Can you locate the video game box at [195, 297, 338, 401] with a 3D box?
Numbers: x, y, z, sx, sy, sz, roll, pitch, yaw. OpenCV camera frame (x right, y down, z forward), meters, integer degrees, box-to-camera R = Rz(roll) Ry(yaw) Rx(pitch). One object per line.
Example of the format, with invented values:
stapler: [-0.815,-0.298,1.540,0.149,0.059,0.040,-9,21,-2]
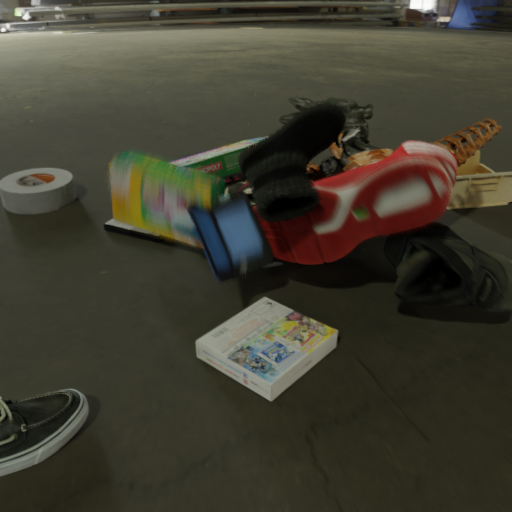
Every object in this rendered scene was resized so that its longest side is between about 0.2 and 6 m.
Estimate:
video game box: [0.179,1.342,8.535,1.492,0.383,1.638,20,35,37]

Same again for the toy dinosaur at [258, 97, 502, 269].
toy dinosaur: [2.052,-1.352,11.282,5.402,2.759,3.667,-5,34,-7]

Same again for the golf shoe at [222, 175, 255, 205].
golf shoe: [-0.058,-1.654,13.839,2.020,0.780,0.890,-27,58,-35]

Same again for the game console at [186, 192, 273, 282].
game console: [-0.392,-0.350,8.941,1.130,1.324,0.783,-22,-3,-13]

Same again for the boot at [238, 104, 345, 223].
boot: [0.723,-1.410,8.657,1.948,0.733,1.456,-32,43,7]

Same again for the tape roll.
tape roll: [-5.340,-1.608,13.717,1.715,0.567,1.715,1,29,0]

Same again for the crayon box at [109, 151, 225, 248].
crayon box: [-1.748,-1.091,10.967,2.197,1.305,0.640,18,39,13]

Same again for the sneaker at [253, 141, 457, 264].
sneaker: [1.728,-0.924,9.543,3.545,1.389,2.048,-9,16,34]

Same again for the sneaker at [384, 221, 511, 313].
sneaker: [2.799,0.042,9.526,1.736,1.159,3.031,8,16,-23]

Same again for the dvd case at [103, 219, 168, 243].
dvd case: [-2.259,-0.927,12.876,1.487,0.183,2.085,12,31,22]

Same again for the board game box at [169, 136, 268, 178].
board game box: [-0.982,-2.363,14.142,3.839,0.559,2.584,-24,18,-33]

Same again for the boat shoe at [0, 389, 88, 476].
boat shoe: [-3.143,2.108,6.658,2.347,0.832,0.846,-22,36,-34]

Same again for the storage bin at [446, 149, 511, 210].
storage bin: [5.282,-1.990,14.089,1.870,0.883,1.884,-5,29,-9]

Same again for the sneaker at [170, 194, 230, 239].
sneaker: [-0.826,-0.765,10.182,1.387,0.552,0.906,13,64,-14]
